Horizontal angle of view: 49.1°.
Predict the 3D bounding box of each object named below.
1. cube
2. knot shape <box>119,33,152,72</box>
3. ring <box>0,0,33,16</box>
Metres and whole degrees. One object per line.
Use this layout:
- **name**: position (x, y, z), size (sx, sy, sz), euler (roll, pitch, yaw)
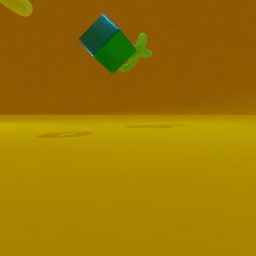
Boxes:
- **cube**: position (-0.605, -2.473, 8.341), size (1.062, 1.062, 1.062), euler (53, 10, 35)
- **knot shape**: position (0.254, -2.582, 9.395), size (1.444, 0.667, 1.352), euler (-30, -6, -32)
- **ring**: position (-2.483, -2.668, 5.224), size (1.527, 0.305, 1.527), euler (38, 9, -7)
